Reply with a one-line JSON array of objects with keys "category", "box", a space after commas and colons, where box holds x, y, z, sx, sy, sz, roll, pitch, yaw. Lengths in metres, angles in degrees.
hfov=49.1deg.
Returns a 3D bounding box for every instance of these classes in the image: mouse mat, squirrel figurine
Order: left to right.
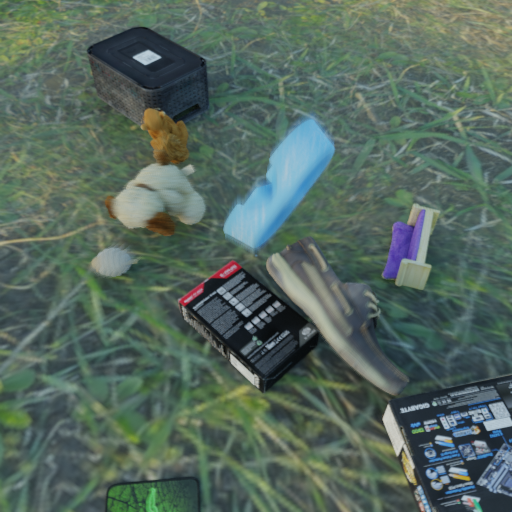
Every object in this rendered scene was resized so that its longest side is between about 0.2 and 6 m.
[{"category": "mouse mat", "box": [-1.465, 4.015, 7.866, 1.394, 0.065, 1.732, -4, 50, -4]}, {"category": "squirrel figurine", "box": [-2.060, -2.736, 12.713, 0.926, 1.221, 1.309, -27, 65, 3]}]

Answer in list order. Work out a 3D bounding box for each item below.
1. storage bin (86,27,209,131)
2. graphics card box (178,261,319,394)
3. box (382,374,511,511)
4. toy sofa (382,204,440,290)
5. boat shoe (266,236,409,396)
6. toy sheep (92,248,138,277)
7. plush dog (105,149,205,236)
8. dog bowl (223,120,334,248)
[{"category": "storage bin", "box": [-2.781, -4.617, 14.558, 2.867, 1.344, 1.938, 36, 58, 28]}, {"category": "graphics card box", "box": [-0.149, 1.194, 9.980, 1.405, 0.570, 2.240, -37, 57, -28]}, {"category": "box", "box": [3.563, 3.145, 8.228, 2.639, 0.656, 2.620, -10, 50, -9]}, {"category": "toy sofa", "box": [3.080, -0.223, 11.131, 0.833, 0.707, 1.707, 15, 50, 11]}, {"category": "boat shoe", "box": [1.504, 0.903, 9.340, 1.145, 1.164, 3.124, -42, 77, 2]}, {"category": "toy sheep", "box": [-2.768, 0.115, 10.945, 0.909, 0.627, 0.627, -8, 49, 4]}, {"category": "plush dog", "box": [-2.150, -1.165, 11.364, 1.846, 1.481, 1.585, 17, 48, 19]}, {"category": "dog bowl", "box": [0.446, -1.207, 10.120, 0.648, 2.612, 1.456, 41, 24, 9]}]
